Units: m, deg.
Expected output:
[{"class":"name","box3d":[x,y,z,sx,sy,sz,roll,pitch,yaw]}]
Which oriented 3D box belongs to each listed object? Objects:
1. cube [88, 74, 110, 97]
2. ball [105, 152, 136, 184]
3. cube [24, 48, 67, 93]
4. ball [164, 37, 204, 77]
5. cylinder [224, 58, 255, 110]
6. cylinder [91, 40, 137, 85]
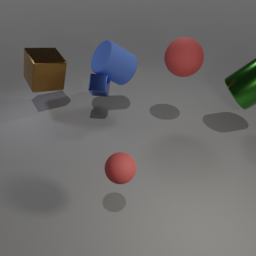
[{"class":"cube","box3d":[-1.132,-1.704,11.187,0.700,0.700,0.700,5,-11,7]},{"class":"ball","box3d":[-0.166,0.885,6.166,0.700,0.700,0.700,0,32,0]},{"class":"cube","box3d":[-3.617,-2.536,12.137,1.400,1.400,1.400,-11,44,-32]},{"class":"ball","box3d":[2.024,-2.555,10.139,1.400,1.400,1.400,0,32,0]},{"class":"cylinder","box3d":[4.470,-1.597,10.088,1.400,1.400,1.400,-35,18,29]},{"class":"cylinder","box3d":[-0.578,-2.663,11.527,1.400,1.400,1.400,21,16,-38]}]
